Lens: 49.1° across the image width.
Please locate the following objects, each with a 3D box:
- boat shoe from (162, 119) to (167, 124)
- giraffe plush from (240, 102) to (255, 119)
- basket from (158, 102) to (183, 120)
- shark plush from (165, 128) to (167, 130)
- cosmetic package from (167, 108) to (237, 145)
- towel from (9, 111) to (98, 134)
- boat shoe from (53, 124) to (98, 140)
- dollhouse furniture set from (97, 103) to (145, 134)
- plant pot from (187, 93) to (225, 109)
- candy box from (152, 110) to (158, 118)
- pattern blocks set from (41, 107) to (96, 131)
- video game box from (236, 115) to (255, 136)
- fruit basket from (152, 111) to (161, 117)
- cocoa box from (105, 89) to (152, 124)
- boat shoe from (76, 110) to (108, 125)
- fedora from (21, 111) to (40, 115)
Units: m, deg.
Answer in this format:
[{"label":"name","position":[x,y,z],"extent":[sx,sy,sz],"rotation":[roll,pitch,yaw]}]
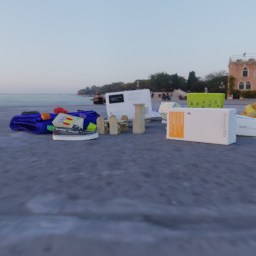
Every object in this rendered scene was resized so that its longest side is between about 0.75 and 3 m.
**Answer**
[{"label":"boat shoe","position":[2.193,-0.420,12.884],"extent":[1.347,0.460,0.497],"rotation":[-2,6,-15]},{"label":"giraffe plush","position":[4.643,-0.274,10.208],"extent":[1.254,1.082,1.017],"rotation":[42,39,26]},{"label":"basket","position":[2.314,-0.734,14.126],"extent":[1.227,0.968,1.391],"rotation":[6,-26,46]},{"label":"shark plush","position":[1.751,-0.043,10.472],"extent":[0.772,0.351,0.322],"rotation":[0,-26,45]},{"label":"cosmetic package","position":[1.998,-0.092,7.768],"extent":[1.802,0.914,0.642],"rotation":[4,7,37]},{"label":"towel","position":[-2.683,-0.306,10.613],"extent":[2.130,0.715,2.884],"rotation":[7,9,41]},{"label":"boat shoe","position":[-1.513,0.108,8.090],"extent":[1.291,0.438,0.463],"rotation":[0,6,-1]},{"label":"dollhouse furniture set","position":[-0.214,-0.353,9.726],"extent":[1.507,1.001,1.320],"rotation":[2,6,16]},{"label":"plant pot","position":[3.524,-0.866,12.638],"extent":[1.548,1.405,1.541],"rotation":[2,6,22]},{"label":"candy box","position":[1.175,-0.884,17.272],"extent":[1.159,0.446,0.980],"rotation":[2,5,28]},{"label":"pattern blocks set","position":[-1.938,-0.191,9.235],"extent":[1.798,0.166,2.045],"rotation":[16,18,3]},{"label":"video game box","position":[2.971,-0.236,9.957],"extent":[2.436,0.626,2.673],"rotation":[3,6,6]},{"label":"fruit basket","position":[0.486,-0.795,14.873],"extent":[2.518,1.180,2.332],"rotation":[22,17,31]},{"label":"cocoa box","position":[0.037,-0.806,11.436],"extent":[1.764,1.176,1.157],"rotation":[-6,-10,-1]},{"label":"boat shoe","position":[-1.602,-0.453,12.215],"extent":[0.803,0.655,2.173],"rotation":[-1,6,-39]},{"label":"fedora","position":[-4.071,-0.384,11.714],"extent":[1.406,0.642,1.406],"rotation":[0,6,0]}]
